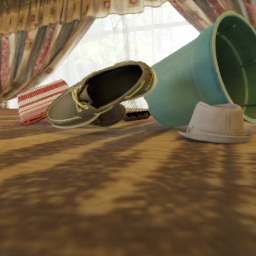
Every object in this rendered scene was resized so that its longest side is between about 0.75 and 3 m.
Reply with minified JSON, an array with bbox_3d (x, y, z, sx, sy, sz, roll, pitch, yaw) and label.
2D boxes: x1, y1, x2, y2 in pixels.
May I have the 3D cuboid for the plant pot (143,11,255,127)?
[{"bbox_3d":[1.886,-1.163,7.205,2.587,2.587,2.534,-4,-7,-39],"label":"plant pot"}]

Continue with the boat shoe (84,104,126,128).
[{"bbox_3d":[-1.024,-0.355,7.756,1.942,0.723,0.712,-6,-5,18],"label":"boat shoe"}]

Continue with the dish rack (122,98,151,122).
[{"bbox_3d":[0.087,-0.950,10.818,1.235,1.611,0.439,-8,-32,-31],"label":"dish rack"}]

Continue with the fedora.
[{"bbox_3d":[1.685,-0.143,5.408,1.372,0.701,1.552,3,5,4],"label":"fedora"}]

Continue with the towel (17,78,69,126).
[{"bbox_3d":[-2.882,-0.988,9.836,1.929,0.305,2.678,-22,31,-13],"label":"towel"}]

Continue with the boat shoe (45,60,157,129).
[{"bbox_3d":[-0.723,-0.734,6.085,2.702,0.966,0.808,-21,-9,14],"label":"boat shoe"}]
